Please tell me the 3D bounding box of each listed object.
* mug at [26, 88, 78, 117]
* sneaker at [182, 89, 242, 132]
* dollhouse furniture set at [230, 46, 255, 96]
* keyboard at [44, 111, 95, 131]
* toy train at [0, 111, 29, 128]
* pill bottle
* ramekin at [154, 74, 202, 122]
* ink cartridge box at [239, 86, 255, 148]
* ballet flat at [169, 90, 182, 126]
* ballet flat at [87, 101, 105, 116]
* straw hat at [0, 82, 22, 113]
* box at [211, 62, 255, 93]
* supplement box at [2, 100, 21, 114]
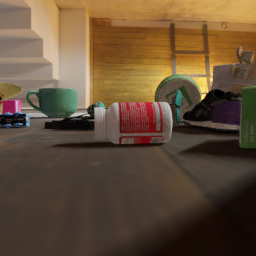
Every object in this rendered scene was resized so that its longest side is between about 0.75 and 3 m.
[{"bbox_3d":[-3.630,-1.227,13.894,2.249,1.391,1.848,0,4,7],"label":"mug"},{"bbox_3d":[2.299,-0.513,7.570,0.902,1.043,2.383,3,4,-18],"label":"sneaker"},{"bbox_3d":[3.394,-1.406,7.300,1.512,1.646,1.071,19,-6,36],"label":"dollhouse furniture set"},{"bbox_3d":[-0.977,-0.220,7.692,2.616,0.518,1.362,0,5,14],"label":"keyboard"},{"bbox_3d":[-3.421,-0.224,8.145,1.080,0.468,0.617,-2,-4,-3],"label":"toy train"},{"bbox_3d":[0.065,-0.087,4.853,1.280,0.719,0.719,-1,5,-6],"label":"pill bottle"},{"bbox_3d":[1.903,-1.092,10.542,1.833,1.833,0.895,1,13,7],"label":"ramekin"},{"bbox_3d":[3.072,-0.171,4.260,2.303,0.971,1.682,3,6,32],"label":"ink cartridge box"},{"bbox_3d":[1.351,-0.597,8.212,0.347,1.089,0.367,-7,-18,37],"label":"ballet flat"},{"bbox_3d":[-1.726,-0.986,15.062,0.896,0.896,2.414,0,2,3],"label":"ballet flat"},{"bbox_3d":[-4.471,-0.658,8.766,2.459,1.041,2.459,1,24,-1],"label":"straw hat"},{"bbox_3d":[3.516,-1.018,8.643,1.659,1.804,0.946,4,-4,42],"label":"box"},{"bbox_3d":[-4.867,-0.724,11.308,0.853,0.871,1.685,0,4,-14],"label":"supplement box"}]
